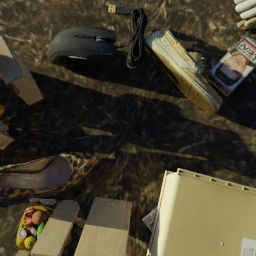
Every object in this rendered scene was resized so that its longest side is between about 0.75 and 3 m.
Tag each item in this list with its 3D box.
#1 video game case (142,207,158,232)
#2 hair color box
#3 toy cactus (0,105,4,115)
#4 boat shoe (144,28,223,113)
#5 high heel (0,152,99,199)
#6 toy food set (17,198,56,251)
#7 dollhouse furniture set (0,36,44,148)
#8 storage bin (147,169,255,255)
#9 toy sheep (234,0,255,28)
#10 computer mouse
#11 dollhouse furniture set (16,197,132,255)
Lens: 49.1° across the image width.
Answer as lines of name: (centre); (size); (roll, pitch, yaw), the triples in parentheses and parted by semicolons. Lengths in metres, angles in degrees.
video game case: (0.886, 2.368, 7.119); (0.778, 0.092, 0.708); (-37, 78, -8)
hair color box: (3.107, -1.792, 7.974); (0.826, 0.506, 1.669); (44, 80, 10)
toy cactus: (-3.616, -1.391, 6.716); (1.497, 2.415, 2.927); (-1, 79, -38)
boat shoe: (1.607, -1.669, 7.653); (0.959, 1.070, 2.890); (-41, 79, -4)
high heel: (-1.980, 1.053, 6.535); (2.617, 1.866, 0.934); (-19, 76, -5)
toy food set: (-2.335, 2.379, 6.936); (0.776, 0.431, 1.319); (11, 76, 3)
dollhouse furniture set: (-3.780, -0.832, 7.095); (2.660, 1.731, 2.444); (-29, 77, -7)
storage bin: (1.961, 2.568, 6.443); (2.654, 1.253, 2.673); (15, 75, 1)
toy sheep: (3.719, -3.750, 8.026); (1.453, 1.453, 2.107); (-28, 108, -7)
computer mouse: (-0.894, -2.728, 7.836); (2.976, 0.685, 2.090); (5, 70, 16)
dollhouse furniture set: (-1.333, 3.247, 6.705); (2.436, 2.087, 2.561); (8, 110, 2)
